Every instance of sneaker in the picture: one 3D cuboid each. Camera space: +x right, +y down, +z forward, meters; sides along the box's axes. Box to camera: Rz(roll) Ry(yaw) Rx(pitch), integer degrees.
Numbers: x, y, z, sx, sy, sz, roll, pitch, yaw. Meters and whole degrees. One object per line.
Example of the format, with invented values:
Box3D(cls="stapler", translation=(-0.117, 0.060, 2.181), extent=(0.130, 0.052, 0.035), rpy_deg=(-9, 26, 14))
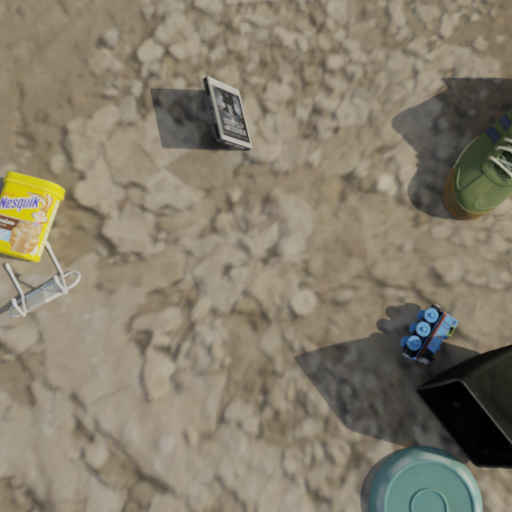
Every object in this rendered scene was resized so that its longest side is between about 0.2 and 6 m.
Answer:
Box3D(cls="sneaker", translation=(4.518, -2.072, 9.262), extent=(3.360, 1.508, 1.127), rpy_deg=(-44, 81, -8))

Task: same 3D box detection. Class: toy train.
Box3D(cls="toy train", translation=(2.800, 1.293, 9.115), extent=(0.575, 0.436, 1.006), rpy_deg=(34, 80, 1))

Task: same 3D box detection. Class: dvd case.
Box3D(cls="dvd case", translation=(-0.488, -2.453, 9.731), extent=(0.145, 0.883, 1.175), rpy_deg=(-22, 76, 33))

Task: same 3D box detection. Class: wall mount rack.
Box3D(cls="wall mount rack", translation=(-3.635, 0.396, 9.298), extent=(1.310, 0.488, 1.138), rpy_deg=(-30, 41, -7))

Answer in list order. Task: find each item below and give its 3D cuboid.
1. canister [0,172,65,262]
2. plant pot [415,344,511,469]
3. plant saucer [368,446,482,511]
Box3D(cls="canister", translation=(-3.920, -0.644, 9.451), extent=(0.986, 0.574, 1.327), rpy_deg=(15, 80, 4))
Box3D(cls="plant pot", translation=(3.622, 2.157, 8.473), extent=(1.331, 1.497, 1.501), rpy_deg=(-35, 80, -19))
Box3D(cls="plant saucer", translation=(2.647, 3.880, 8.654), extent=(1.778, 0.244, 1.778), rpy_deg=(0, 78, 1))
